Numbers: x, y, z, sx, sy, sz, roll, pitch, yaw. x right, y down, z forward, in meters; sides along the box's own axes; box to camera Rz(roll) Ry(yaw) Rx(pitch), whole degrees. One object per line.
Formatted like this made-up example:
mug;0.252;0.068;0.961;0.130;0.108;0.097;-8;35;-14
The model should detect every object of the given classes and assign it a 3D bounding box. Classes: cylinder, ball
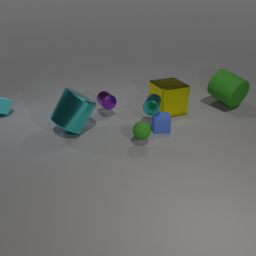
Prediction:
cylinder;-0.978;-1.254;12.710;0.700;0.700;0.700;-15;30;-25
cylinder;1.019;-0.969;11.603;0.700;0.700;0.700;8;32;13
cylinder;4.802;-1.925;13.435;1.400;1.400;1.400;-19;44;-30
ball;0.525;0.083;10.538;0.700;0.700;0.700;0;29;0
cylinder;-2.212;-0.698;11.331;1.400;1.400;1.400;29;8;-5

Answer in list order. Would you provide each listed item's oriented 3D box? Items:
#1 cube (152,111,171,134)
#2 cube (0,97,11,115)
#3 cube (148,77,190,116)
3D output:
cube;1.395;-0.239;11.746;0.700;0.700;0.700;-2;29;-2
cube;-5.918;-1.060;12.899;0.700;0.700;0.700;17;6;41
cube;1.879;-1.458;13.163;1.400;1.400;1.400;-11;30;-21
